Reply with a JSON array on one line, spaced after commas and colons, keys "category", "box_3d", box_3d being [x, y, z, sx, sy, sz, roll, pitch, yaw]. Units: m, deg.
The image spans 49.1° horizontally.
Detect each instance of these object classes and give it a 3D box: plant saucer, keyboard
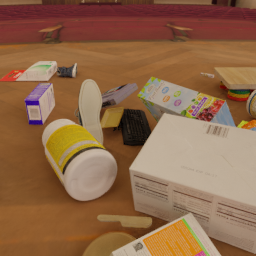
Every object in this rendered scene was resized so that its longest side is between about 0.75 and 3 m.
[{"category": "plant saucer", "box_3d": [-0.578, -0.338, 10.480, 0.893, 0.216, 0.893, -5, 52, 38]}, {"category": "keyboard", "box_3d": [0.099, -0.244, 10.883, 1.498, 0.570, 2.877, -2, 27, -5]}]

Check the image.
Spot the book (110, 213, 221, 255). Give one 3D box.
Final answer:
[{"category": "book", "box_3d": [0.804, 2.532, 5.174, 1.957, 0.470, 1.307, -11, 47, -34]}]

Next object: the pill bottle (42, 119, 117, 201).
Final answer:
[{"category": "pill bottle", "box_3d": [-1.500, 0.753, 7.963, 1.458, 1.458, 2.552, -15, 31, -27]}]

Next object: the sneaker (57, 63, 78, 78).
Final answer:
[{"category": "sneaker", "box_3d": [-3.723, -3.588, 17.205, 1.197, 0.630, 1.657, 2, 29, -3]}]

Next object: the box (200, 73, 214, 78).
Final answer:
[{"category": "box", "box_3d": [4.790, -3.193, 16.957, 0.816, 0.169, 0.158, 19, 34, 31]}]

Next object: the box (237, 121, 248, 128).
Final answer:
[{"category": "box", "box_3d": [4.766, 0.098, 10.495, 1.184, 0.282, 0.722, 18, 33, 31]}]

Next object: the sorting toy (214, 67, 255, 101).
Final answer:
[{"category": "sorting toy", "box_3d": [6.052, -2.219, 14.179, 2.830, 0.991, 2.847, 0, 28, 2]}]

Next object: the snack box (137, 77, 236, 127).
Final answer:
[{"category": "snack box", "box_3d": [1.965, -0.293, 9.024, 2.813, 2.372, 0.952, 30, 78, 44]}]

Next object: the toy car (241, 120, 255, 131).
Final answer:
[{"category": "toy car", "box_3d": [3.828, 0.416, 9.825, 1.971, 0.967, 0.656, -18, 28, 27]}]

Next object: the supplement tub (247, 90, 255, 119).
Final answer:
[{"category": "supplement tub", "box_3d": [5.744, -0.712, 10.854, 1.384, 1.384, 1.913, -8, 28, -15]}]

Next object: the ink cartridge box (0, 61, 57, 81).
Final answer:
[{"category": "ink cartridge box", "box_3d": [-6.006, -3.480, 16.985, 2.897, 0.726, 2.331, 2, 27, 0]}]

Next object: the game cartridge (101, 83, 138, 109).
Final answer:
[{"category": "game cartridge", "box_3d": [-0.760, -1.265, 11.643, 2.223, 0.427, 1.441, -9, 30, 49]}]

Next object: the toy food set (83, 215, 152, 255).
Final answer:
[{"category": "toy food set", "box_3d": [-0.239, 2.696, 5.498, 1.413, 0.411, 2.047, 1, 38, 14]}]

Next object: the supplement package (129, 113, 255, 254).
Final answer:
[{"category": "supplement package", "box_3d": [1.833, 1.120, 6.703, 2.864, 1.588, 2.230, 14, 42, 23]}]

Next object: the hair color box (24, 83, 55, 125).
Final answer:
[{"category": "hair color box", "box_3d": [-3.680, -1.069, 11.856, 0.648, 1.092, 1.998, 1, 27, 2]}]

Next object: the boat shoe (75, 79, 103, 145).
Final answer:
[{"category": "boat shoe", "box_3d": [-1.278, -0.432, 9.320, 0.860, 2.298, 0.710, -13, 8, -28]}]
